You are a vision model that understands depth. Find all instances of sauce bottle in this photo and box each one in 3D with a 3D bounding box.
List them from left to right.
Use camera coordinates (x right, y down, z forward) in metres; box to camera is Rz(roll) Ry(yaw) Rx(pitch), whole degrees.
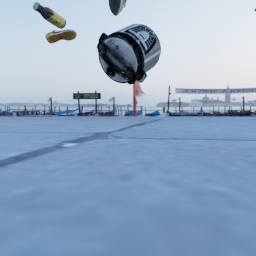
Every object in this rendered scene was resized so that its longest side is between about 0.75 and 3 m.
[{"bbox_3d":[-2.654,-3.809,9.492,0.432,0.432,1.309,2,-6,30],"label":"sauce bottle"}]

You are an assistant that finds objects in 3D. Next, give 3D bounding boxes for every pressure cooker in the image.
[{"bbox_3d":[0.003,-3.027,11.704,2.168,2.202,2.465,11,36,33],"label":"pressure cooker"}]

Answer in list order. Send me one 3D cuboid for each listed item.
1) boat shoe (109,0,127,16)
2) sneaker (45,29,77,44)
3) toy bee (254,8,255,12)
[{"bbox_3d":[-0.178,-4.243,8.706,0.534,0.614,1.665,-27,-21,-29],"label":"boat shoe"},{"bbox_3d":[-1.774,-2.475,7.388,0.820,0.307,0.370,-16,46,-20],"label":"sneaker"},{"bbox_3d":[3.966,-3.248,7.657,1.199,1.832,0.996,-3,0,-15],"label":"toy bee"}]
